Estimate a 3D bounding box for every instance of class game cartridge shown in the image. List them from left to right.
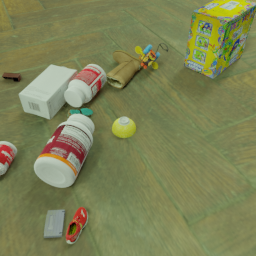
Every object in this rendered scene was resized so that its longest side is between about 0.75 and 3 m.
[{"bbox_3d":[-2.139,2.781,8.165,0.533,0.158,0.823,-5,44,1],"label":"game cartridge"}]

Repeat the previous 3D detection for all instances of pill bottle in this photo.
[{"bbox_3d":[-4.353,1.122,9.478,0.711,0.711,1.266,7,45,7],"label":"pill bottle"},{"bbox_3d":[-2.017,0.674,9.476,1.364,1.364,2.415,10,44,10],"label":"pill bottle"},{"bbox_3d":[-1.870,-1.835,12.246,1.142,1.142,2.034,17,46,17],"label":"pill bottle"}]

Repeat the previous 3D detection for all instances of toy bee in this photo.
[{"bbox_3d":[0.934,-3.506,13.808,1.470,2.246,1.221,37,84,2],"label":"toy bee"}]

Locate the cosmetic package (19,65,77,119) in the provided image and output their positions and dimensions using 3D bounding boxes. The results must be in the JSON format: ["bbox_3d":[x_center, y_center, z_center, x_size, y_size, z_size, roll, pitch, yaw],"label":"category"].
[{"bbox_3d":[-3.333,-1.646,12.169,1.408,1.012,2.495,17,45,16],"label":"cosmetic package"}]

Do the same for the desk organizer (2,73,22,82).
[{"bbox_3d":[-5.606,-2.444,13.506,0.835,0.299,0.321,4,46,4],"label":"desk organizer"}]

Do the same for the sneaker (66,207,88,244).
[{"bbox_3d":[-1.447,2.718,7.979,0.429,0.473,1.113,9,44,9],"label":"sneaker"}]

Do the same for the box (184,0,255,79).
[{"bbox_3d":[4.507,-4.520,13.796,1.815,2.866,2.976,33,52,29],"label":"box"}]

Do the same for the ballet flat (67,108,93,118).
[{"bbox_3d":[-1.969,-0.554,11.355,1.149,0.415,0.390,-10,66,-45],"label":"ballet flat"}]

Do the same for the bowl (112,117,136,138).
[{"bbox_3d":[-0.150,-0.127,10.924,0.966,0.520,0.966,1,44,-1],"label":"bowl"}]

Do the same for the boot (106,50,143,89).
[{"bbox_3d":[-0.474,-2.949,13.747,1.882,0.711,2.149,23,49,23],"label":"boot"}]
